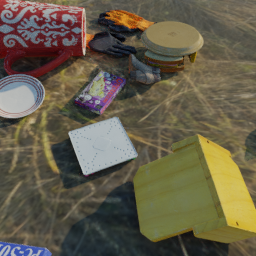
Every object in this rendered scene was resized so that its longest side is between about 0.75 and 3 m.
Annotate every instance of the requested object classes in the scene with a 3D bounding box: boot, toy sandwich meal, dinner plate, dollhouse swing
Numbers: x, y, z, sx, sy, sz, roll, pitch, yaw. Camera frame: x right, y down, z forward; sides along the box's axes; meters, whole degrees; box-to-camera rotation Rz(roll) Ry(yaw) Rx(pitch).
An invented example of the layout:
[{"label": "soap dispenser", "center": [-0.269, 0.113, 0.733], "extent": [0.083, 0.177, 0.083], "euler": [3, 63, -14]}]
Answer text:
[{"label": "boot", "center": [0.550, -1.941, 9.249], "extent": [1.010, 0.485, 1.381], "euler": [3, 52, -6]}, {"label": "toy sandwich meal", "center": [1.512, -2.878, 9.798], "extent": [2.374, 0.813, 2.374], "euler": [0, 47, 0]}, {"label": "dinner plate", "center": [-3.353, -0.948, 8.460], "extent": [1.643, 0.199, 1.643], "euler": [3, 58, -6]}, {"label": "dollhouse swing", "center": [1.471, 1.590, 6.418], "extent": [1.903, 1.841, 2.094], "euler": [25, 40, -35]}]

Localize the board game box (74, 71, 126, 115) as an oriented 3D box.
[{"label": "board game box", "center": [-0.838, -1.132, 8.713], "extent": [0.940, 0.253, 1.567], "euler": [25, 55, 14]}]

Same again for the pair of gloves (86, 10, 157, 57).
[{"label": "pair of gloves", "center": [-0.429, -3.683, 10.684], "extent": [2.468, 0.342, 2.770], "euler": [21, 55, 16]}]

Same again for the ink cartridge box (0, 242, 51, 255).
[{"label": "ink cartridge box", "center": [-2.827, 2.771, 5.361], "extent": [2.392, 0.529, 1.124], "euler": [6, 53, 5]}]

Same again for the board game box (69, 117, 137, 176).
[{"label": "board game box", "center": [-0.683, 0.461, 7.440], "extent": [1.443, 0.187, 1.444], "euler": [-18, 54, -15]}]

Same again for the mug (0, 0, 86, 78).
[{"label": "mug", "center": [-2.925, -2.993, 9.526], "extent": [2.888, 2.563, 1.927], "euler": [0, 15, -5]}]
